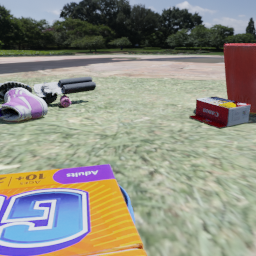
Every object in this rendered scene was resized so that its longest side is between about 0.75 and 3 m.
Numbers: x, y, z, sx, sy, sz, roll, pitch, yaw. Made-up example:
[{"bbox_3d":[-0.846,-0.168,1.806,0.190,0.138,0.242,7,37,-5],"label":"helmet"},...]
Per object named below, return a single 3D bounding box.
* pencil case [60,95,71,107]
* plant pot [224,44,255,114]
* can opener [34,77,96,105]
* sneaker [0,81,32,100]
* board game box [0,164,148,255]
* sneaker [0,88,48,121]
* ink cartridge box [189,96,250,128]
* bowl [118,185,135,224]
[{"bbox_3d":[-2.392,-1.029,10.706,0.354,0.369,0.854,27,8,-23],"label":"pencil case"},{"bbox_3d":[4.633,-1.802,9.936,2.570,2.274,2.570,0,17,0],"label":"plant pot"},{"bbox_3d":[-2.473,-1.521,10.959,2.522,0.838,0.664,-18,60,-32],"label":"can opener"},{"bbox_3d":[-5.048,-1.540,11.477,2.198,0.863,0.980,-2,21,-7],"label":"sneaker"},{"bbox_3d":[-0.725,1.300,1.205,1.646,1.648,1.647,-4,18,-13],"label":"board game box"},{"bbox_3d":[-3.824,-0.786,9.224,2.266,0.821,1.292,16,27,40],"label":"sneaker"},{"bbox_3d":[2.799,-0.529,8.726,1.227,0.586,1.398,-10,21,-27],"label":"ink cartridge box"},{"bbox_3d":[-0.885,1.161,3.757,1.951,0.383,1.951,0,18,0],"label":"bowl"}]
